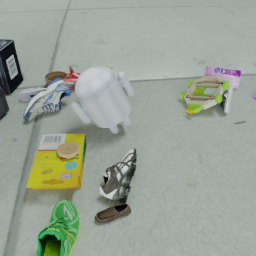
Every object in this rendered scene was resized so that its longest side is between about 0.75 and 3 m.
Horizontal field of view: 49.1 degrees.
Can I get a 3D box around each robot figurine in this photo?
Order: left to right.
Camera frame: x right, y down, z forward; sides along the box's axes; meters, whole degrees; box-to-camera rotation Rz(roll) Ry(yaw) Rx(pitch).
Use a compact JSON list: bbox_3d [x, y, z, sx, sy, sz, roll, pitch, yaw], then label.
[{"bbox_3d":[-0.904,-1.095,10.306,2.308,2.722,1.537,-34,30,-8],"label":"robot figurine"}]

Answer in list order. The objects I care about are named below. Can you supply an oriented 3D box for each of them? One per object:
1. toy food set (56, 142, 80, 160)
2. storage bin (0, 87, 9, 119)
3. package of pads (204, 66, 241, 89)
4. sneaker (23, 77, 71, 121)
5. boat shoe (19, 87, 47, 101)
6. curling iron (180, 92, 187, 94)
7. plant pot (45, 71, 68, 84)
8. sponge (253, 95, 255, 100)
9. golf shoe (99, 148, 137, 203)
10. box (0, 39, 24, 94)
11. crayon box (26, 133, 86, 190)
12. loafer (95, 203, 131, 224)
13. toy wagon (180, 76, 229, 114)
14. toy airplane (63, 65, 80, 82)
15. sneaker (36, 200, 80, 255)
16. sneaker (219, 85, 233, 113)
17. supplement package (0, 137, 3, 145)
[{"bbox_3d":[-1.941,0.736,9.122,0.771,0.187,0.763,-2,37,-4],"label":"toy food set"},{"bbox_3d":[-6.096,-1.073,11.576,1.911,1.292,0.896,9,39,11],"label":"storage bin"},{"bbox_3d":[4.700,-2.561,14.017,1.761,0.666,1.061,12,42,15],"label":"package of pads"},{"bbox_3d":[-3.343,-1.079,11.851,1.041,0.941,2.443,41,66,-2],"label":"sneaker"},{"bbox_3d":[-4.085,-1.631,12.901,1.768,0.627,0.617,-7,40,2],"label":"boat shoe"},{"bbox_3d":[3.621,-1.778,13.146,2.334,0.579,0.298,-9,32,3],"label":"curling iron"},{"bbox_3d":[-3.525,-2.360,13.888,1.097,0.507,1.097,-1,37,0],"label":"plant pot"},{"bbox_3d":[6.275,-1.298,12.809,0.542,0.145,0.971,-22,43,-26],"label":"sponge"},{"bbox_3d":[-0.274,1.347,8.863,0.987,0.812,2.089,9,37,11],"label":"golf shoe"},{"bbox_3d":[-6.859,-2.973,13.302,2.953,2.185,1.540,6,37,6],"label":"box"},{"bbox_3d":[-2.259,1.179,9.205,1.564,0.626,2.464,0,37,-1],"label":"crayon box"},{"bbox_3d":[-0.433,2.350,7.898,1.072,0.380,0.391,-15,40,-19],"label":"loafer"},{"bbox_3d":[3.235,-1.409,12.300,1.866,0.476,2.406,10,55,41],"label":"toy wagon"},{"bbox_3d":[-2.531,-2.501,14.051,2.487,0.457,2.487,10,31,-6],"label":"toy airplane"},{"bbox_3d":[-1.717,2.684,6.994,0.848,0.957,2.289,-1,37,0],"label":"sneaker"},{"bbox_3d":[4.221,-1.271,12.382,0.663,0.655,1.670,3,42,23],"label":"sneaker"},{"bbox_3d":[-5.241,0.615,9.893,0.947,0.674,1.216,5,39,7],"label":"supplement package"}]
